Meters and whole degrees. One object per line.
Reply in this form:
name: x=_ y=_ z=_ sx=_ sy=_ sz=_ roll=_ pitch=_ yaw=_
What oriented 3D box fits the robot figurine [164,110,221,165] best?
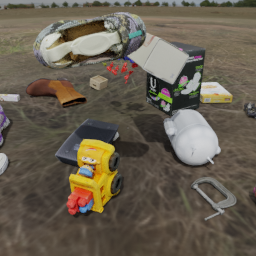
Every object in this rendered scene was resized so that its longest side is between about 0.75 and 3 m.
robot figurine: x=1.987 y=0.274 z=8.833 sx=1.967 sy=1.310 sz=2.319 roll=19 pitch=24 yaw=-16

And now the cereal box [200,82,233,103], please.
cereal box: x=4.014 y=-1.757 z=13.707 sx=1.433 sy=0.394 sz=1.992 roll=-3 pitch=28 yaw=-5

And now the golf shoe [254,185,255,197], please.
golf shoe: x=4.499 y=1.690 z=6.628 sx=2.663 sy=0.967 sz=1.226 roll=-10 pitch=32 yaw=0

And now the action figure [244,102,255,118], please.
action figure: x=5.249 y=-0.769 z=11.664 sx=0.673 sy=0.578 sz=1.133 roll=10 pitch=26 yaw=-4

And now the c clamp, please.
c clamp: x=2.140 y=1.732 z=7.277 sx=1.172 sy=0.186 sz=1.372 roll=-9 pitch=29 yaw=-17

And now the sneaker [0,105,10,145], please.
sneaker: x=-4.937 y=-0.155 z=9.863 sx=1.044 sy=1.148 sz=2.597 roll=-4 pitch=29 yaw=-11

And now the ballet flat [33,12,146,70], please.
ballet flat: x=-1.068 y=-1.689 z=5.682 sx=2.857 sy=1.028 sz=1.028 roll=-3 pitch=23 yaw=28

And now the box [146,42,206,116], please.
box: x=1.965 y=-2.202 z=12.125 sx=1.644 sy=2.645 sz=1.964 roll=-15 pitch=31 yaw=-26

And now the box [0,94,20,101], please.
box: x=-5.795 y=-1.447 z=13.281 sx=1.286 sy=0.249 sz=0.266 roll=4 pitch=28 yaw=7

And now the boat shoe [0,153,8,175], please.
boat shoe: x=-4.119 y=1.157 z=7.820 sx=0.706 sy=0.695 sz=1.990 roll=8 pitch=29 yaw=15

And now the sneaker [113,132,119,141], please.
sneaker: x=-0.871 y=0.235 z=9.920 sx=1.037 sy=0.388 sz=0.517 roll=7 pitch=29 yaw=13

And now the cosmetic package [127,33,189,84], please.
cosmetic package: x=0.691 y=-2.012 z=7.656 sx=1.010 sy=0.853 sz=1.955 roll=22 pitch=17 yaw=-26

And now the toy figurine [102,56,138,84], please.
toy figurine: x=-0.131 y=-2.574 z=10.012 sx=1.205 sy=1.061 sz=2.012 roll=-22 pitch=53 yaw=-41

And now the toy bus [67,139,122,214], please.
toy bus: x=-0.937 y=1.276 z=6.740 sx=1.065 sy=1.569 sz=1.506 roll=12 pitch=34 yaw=23

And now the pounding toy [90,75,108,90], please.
pounding toy: x=-1.581 y=-2.362 z=14.813 sx=0.860 sy=0.611 sz=0.792 roll=28 pitch=38 yaw=25

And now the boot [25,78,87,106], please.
boot: x=-3.429 y=-1.526 z=13.216 sx=2.272 sy=0.826 sz=2.413 roll=-8 pitch=35 yaw=-31

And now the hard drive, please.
hard drive: x=-1.249 y=0.491 z=9.096 sx=1.372 sy=0.431 sz=2.035 roll=12 pitch=40 yaw=21
